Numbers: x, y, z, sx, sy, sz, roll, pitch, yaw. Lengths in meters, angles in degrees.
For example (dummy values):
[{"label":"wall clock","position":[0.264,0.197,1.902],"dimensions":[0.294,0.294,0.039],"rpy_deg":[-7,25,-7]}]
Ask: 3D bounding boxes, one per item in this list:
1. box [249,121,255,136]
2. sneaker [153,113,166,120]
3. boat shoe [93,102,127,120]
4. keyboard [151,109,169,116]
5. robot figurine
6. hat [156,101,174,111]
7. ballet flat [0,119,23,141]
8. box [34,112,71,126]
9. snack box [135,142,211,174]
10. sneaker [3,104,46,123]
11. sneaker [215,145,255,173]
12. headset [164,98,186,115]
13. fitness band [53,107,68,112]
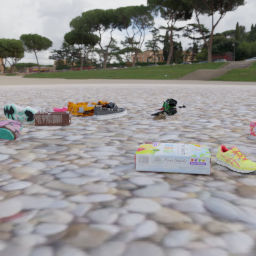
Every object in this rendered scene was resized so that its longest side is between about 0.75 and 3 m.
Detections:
[{"label":"box","position":[4.856,0.069,9.928],"dimensions":[0.551,0.508,1.073],"rpy_deg":[-2,12,-8]},{"label":"sneaker","position":[1.510,-0.564,13.537],"dimensions":[0.824,0.311,0.290],"rpy_deg":[-9,14,-38]},{"label":"boat shoe","position":[-0.878,-0.921,14.113],"dimensions":[0.814,0.771,2.328],"rpy_deg":[9,15,40]},{"label":"keyboard","position":[1.801,-0.777,15.064],"dimensions":[0.678,0.258,1.303],"rpy_deg":[-20,-1,36]},{"label":"robot figurine","position":[-1.971,-1.077,15.067],"dimensions":[2.417,0.704,1.753],"rpy_deg":[-5,14,-22]},{"label":"hat","position":[2.169,-1.097,16.770],"dimensions":[0.915,0.805,0.758],"rpy_deg":[33,0,-4]},{"label":"ballet flat","position":[-4.393,-0.001,9.311],"dimensions":[2.176,0.752,0.774],"rpy_deg":[2,34,20]},{"label":"box","position":[-3.268,-0.416,12.250],"dimensions":[1.498,0.561,0.750],"rpy_deg":[1,11,-6]},{"label":"snack box","position":[1.097,0.707,6.910],"dimensions":[1.722,0.456,1.225],"rpy_deg":[2,12,10]},{"label":"sneaker","position":[-4.779,-0.731,13.444],"dimensions":[2.065,0.803,1.444],"rpy_deg":[15,15,21]},{"label":"sneaker","position":[2.587,0.717,6.703],"dimensions":[0.460,0.531,1.176],"rpy_deg":[-6,15,-36]},{"label":"headset","position":[2.477,-1.119,14.880],"dimensions":[0.671,0.882,1.429],"rpy_deg":[2,3,39]},{"label":"fitness band","position":[-3.954,-1.091,16.454],"dimensions":[0.724,0.189,1.008],"rpy_deg":[-11,15,-42]}]
